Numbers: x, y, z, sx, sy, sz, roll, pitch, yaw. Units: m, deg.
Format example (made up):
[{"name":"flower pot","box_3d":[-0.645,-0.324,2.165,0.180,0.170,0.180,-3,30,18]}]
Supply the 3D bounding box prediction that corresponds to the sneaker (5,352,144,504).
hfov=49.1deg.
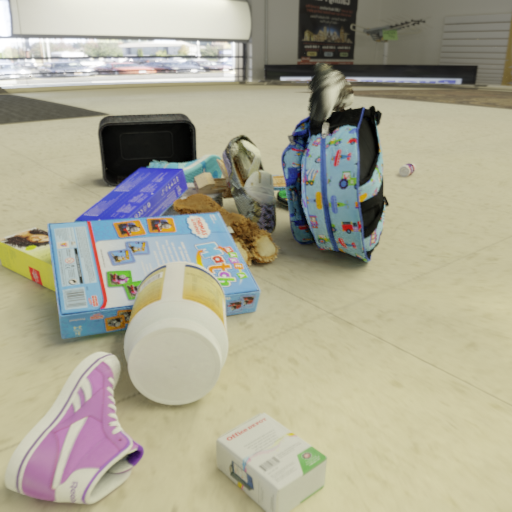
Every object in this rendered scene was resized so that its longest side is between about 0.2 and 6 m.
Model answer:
[{"name":"sneaker","box_3d":[-1.641,1.842,6.040,1.117,0.710,1.958,9,31,7]}]

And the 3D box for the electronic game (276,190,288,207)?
[{"name":"electronic game","box_3d":[1.424,-1.542,14.537,1.793,0.373,1.793,0,23,0]}]

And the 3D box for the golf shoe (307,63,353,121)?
[{"name":"golf shoe","box_3d":[1.494,-3.091,10.709,0.906,0.745,1.917,21,41,-10]}]

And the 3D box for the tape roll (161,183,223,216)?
[{"name":"tape roll","box_3d":[-1.619,-1.348,13.854,1.597,0.527,1.597,0,22,0]}]

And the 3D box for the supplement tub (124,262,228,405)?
[{"name":"supplement tub","box_3d":[-1.012,0.954,7.275,1.282,1.282,1.775,-2,23,-4]}]

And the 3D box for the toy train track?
[{"name":"toy train track","box_3d":[0.291,-1.982,13.982,3.693,0.601,2.118,-6,49,-24]}]

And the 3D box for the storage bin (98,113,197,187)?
[{"name":"storage bin","box_3d":[-3.174,-3.134,16.461,2.734,1.848,1.282,-5,23,-13]}]

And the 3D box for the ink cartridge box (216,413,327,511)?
[{"name":"ink cartridge box","box_3d":[0.138,2.083,5.662,0.687,0.413,0.945,-18,30,-38]}]

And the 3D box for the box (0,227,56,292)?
[{"name":"box","box_3d":[-3.737,0.093,10.248,2.385,0.598,0.898,17,30,35]}]

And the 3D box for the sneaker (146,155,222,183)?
[{"name":"sneaker","box_3d":[-2.120,-2.357,15.729,1.637,0.997,2.508,13,25,25]}]

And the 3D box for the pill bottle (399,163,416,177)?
[{"name":"pill bottle","box_3d":[4.695,-2.667,17.309,0.351,0.351,0.630,15,28,33]}]

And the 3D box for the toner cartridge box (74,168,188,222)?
[{"name":"toner cartridge box","box_3d":[-2.710,-1.169,12.542,1.261,0.573,2.654,4,34,24]}]

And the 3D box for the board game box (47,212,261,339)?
[{"name":"board game box","box_3d":[-1.724,0.182,9.158,3.006,0.550,2.274,-6,40,-21]}]

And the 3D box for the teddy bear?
[{"name":"teddy bear","box_3d":[-0.705,-0.380,11.360,2.611,0.872,1.893,23,38,29]}]

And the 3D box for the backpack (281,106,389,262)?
[{"name":"backpack","box_3d":[1.586,-1.300,11.219,2.006,2.722,2.982,-3,32,15]}]

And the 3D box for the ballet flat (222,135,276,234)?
[{"name":"ballet flat","box_3d":[-0.107,-1.749,12.694,1.023,1.023,2.844,-7,52,-17]}]
